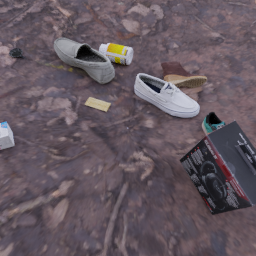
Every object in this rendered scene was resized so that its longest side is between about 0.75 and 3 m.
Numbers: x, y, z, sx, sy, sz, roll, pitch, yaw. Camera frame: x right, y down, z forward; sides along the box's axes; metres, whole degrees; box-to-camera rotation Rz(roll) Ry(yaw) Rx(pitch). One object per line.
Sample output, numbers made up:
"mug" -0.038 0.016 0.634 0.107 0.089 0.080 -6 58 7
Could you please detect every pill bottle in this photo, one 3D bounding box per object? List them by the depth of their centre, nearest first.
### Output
"pill bottle" -0.464 -2.855 10.734 1.223 0.668 0.668 15 54 11

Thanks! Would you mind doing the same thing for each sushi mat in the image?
"sushi mat" -1.029 -0.813 9.573 0.839 0.051 0.401 18 55 13

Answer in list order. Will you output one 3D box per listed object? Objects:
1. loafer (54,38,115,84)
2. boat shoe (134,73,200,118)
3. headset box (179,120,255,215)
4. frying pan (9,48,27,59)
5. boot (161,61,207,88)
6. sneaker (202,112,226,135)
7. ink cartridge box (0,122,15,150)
"loafer" -1.670 -2.730 10.408 2.952 1.030 1.032 33 59 22
"boat shoe" 1.263 -1.115 9.339 2.394 0.782 0.881 23 56 16
"headset box" 2.267 0.993 6.550 0.874 2.264 1.685 -25 73 -17
"frying pan" -4.294 -2.945 11.138 0.892 0.145 0.539 15 55 9
"boot" 2.007 -2.037 10.189 1.501 0.543 1.249 -7 55 -1
"sneaker" 2.740 0.217 8.415 0.578 0.647 1.620 -16 54 -12
"ink cartridge box" -3.924 0.287 8.412 0.786 0.568 0.578 -17 55 -12
